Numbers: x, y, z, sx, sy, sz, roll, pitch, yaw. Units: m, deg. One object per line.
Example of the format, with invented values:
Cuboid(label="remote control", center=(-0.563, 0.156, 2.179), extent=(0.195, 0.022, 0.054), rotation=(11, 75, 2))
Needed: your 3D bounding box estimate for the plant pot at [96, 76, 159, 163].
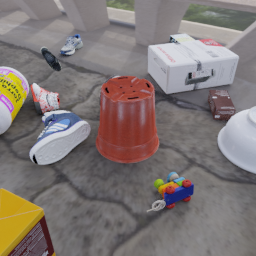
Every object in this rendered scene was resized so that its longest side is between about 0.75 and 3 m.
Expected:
Cuboid(label="plant pot", center=(-0.020, -0.342, 7.970), extent=(1.925, 1.872, 1.925), rotation=(0, 37, 0))

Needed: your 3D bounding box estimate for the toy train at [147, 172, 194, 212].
Cuboid(label="toy train", center=(0.847, 1.503, 6.692), extent=(1.300, 0.550, 0.752), rotation=(-16, 30, -20))

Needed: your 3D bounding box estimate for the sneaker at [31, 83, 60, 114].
Cuboid(label="sneaker", center=(-2.981, -1.133, 10.129), extent=(0.887, 0.553, 1.656), rotation=(-13, 42, -18))

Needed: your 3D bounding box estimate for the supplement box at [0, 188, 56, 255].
Cuboid(label="supplement box", center=(-2.222, 2.222, 4.860), extent=(1.007, 1.517, 1.497), rotation=(18, 41, 22))

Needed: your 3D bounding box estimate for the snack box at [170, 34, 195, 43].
Cuboid(label="snack box", center=(3.002, -4.558, 14.844), extent=(0.963, 0.307, 1.657), rotation=(-11, 39, -15))

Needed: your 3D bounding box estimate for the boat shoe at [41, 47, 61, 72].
Cuboid(label="boat shoe", center=(-2.054, -1.823, 7.542), extent=(0.286, 0.765, 0.254), rotation=(-33, 32, -6))

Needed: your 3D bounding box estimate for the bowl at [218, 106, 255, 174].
Cuboid(label="bowl", center=(3.913, 0.132, 7.993), extent=(2.467, 1.109, 2.467), rotation=(1, 37, 0))

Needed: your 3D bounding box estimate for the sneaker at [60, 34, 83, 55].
Cuboid(label="sneaker", center=(-2.900, -4.234, 14.066), extent=(0.667, 0.738, 1.732), rotation=(12, 39, 16))

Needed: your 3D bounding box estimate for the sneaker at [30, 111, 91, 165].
Cuboid(label="sneaker", center=(-2.266, 0.168, 8.216), extent=(1.485, 0.817, 2.028), rotation=(26, 45, 35))

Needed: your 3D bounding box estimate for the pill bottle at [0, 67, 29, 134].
Cuboid(label="pill bottle", center=(-4.217, -0.721, 8.814), extent=(1.444, 1.444, 2.771), rotation=(1, 38, 1))

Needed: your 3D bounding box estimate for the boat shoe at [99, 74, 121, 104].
Cuboid(label="boat shoe", center=(-0.635, -1.258, 9.035), extent=(0.608, 1.818, 0.518), rotation=(-10, 67, -22))

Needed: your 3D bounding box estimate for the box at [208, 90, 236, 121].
Cuboid(label="box", center=(3.231, -0.819, 9.766), extent=(0.656, 0.491, 1.311), rotation=(2, 39, 2))

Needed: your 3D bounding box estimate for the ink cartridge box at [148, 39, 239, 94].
Cuboid(label="ink cartridge box", center=(2.525, -2.593, 11.463), extent=(2.981, 1.235, 2.188), rotation=(-10, 38, -13))
